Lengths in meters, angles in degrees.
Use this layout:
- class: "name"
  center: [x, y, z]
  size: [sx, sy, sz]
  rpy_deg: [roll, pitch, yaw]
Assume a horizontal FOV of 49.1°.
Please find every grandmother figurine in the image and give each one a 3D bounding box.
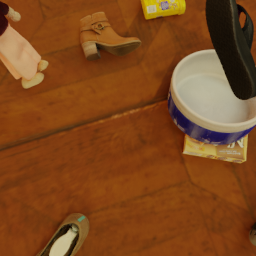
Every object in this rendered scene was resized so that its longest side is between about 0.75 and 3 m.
- class: "grandmother figurine"
  center: [-2.730, -2.004, 5.790]
  size: [0.809, 2.670, 1.619]
  rpy_deg: [-18, 49, 13]

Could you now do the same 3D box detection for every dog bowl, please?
- class: "dog bowl"
  center: [2.479, -0.896, 7.890]
  size: [2.654, 1.045, 2.654]
  rpy_deg: [1, 58, -1]

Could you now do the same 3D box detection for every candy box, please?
- class: "candy box"
  center: [2.523, 0.364, 8.134]
  size: [1.731, 0.479, 0.999]
  rpy_deg: [10, 74, 3]

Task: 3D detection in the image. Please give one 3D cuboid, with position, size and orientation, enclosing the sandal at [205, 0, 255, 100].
- class: "sandal"
  center: [1.961, -1.585, 5.096]
  size: [0.515, 0.809, 2.153]
  rpy_deg: [-23, 100, -15]

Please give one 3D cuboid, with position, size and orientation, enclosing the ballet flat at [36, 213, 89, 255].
- class: "ballet flat"
  center: [-1.939, 3.425, 6.964]
  size: [0.961, 1.025, 2.834]
  rpy_deg: [34, 77, 8]

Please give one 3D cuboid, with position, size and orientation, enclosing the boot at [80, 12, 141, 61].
- class: "boot"
  center: [-0.615, -3.063, 9.011]
  size: [1.907, 0.703, 1.476]
  rpy_deg: [-11, 74, -3]

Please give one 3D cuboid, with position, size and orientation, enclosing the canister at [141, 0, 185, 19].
- class: "canister"
  center: [1.160, -4.223, 9.430]
  size: [1.313, 0.568, 0.975]
  rpy_deg: [-10, 74, -2]

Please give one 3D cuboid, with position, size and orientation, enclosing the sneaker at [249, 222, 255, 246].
- class: "sneaker"
  center: [4.599, 2.467, 7.205]
  size: [2.983, 1.125, 1.182]
  rpy_deg: [-24, 77, -6]
